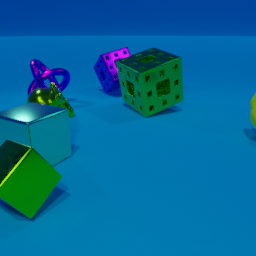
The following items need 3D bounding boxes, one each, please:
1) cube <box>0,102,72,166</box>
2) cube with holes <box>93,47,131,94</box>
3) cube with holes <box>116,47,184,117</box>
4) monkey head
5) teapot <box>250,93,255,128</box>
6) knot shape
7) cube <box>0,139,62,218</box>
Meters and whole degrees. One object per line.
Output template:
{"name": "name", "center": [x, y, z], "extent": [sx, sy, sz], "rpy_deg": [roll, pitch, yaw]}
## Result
{"name": "cube", "center": [-1.813, 0.157, 5.367], "extent": [1.006, 1.006, 1.006], "rpy_deg": [11, 23, 28]}
{"name": "cube with holes", "center": [-0.461, -2.185, 10.686], "extent": [1.144, 1.144, 1.144], "rpy_deg": [-24, -3, -23]}
{"name": "cube with holes", "center": [0.668, -1.425, 8.472], "extent": [1.392, 1.392, 1.392], "rpy_deg": [-24, 36, -20]}
{"name": "monkey head", "center": [-2.228, -0.608, 7.990], "extent": [1.044, 1.246, 1.732], "rpy_deg": [-38, 32, -1]}
{"name": "teapot", "center": [3.284, -0.265, 6.315], "extent": [1.616, 0.791, 1.005], "rpy_deg": [48, 36, 6]}
{"name": "knot shape", "center": [-2.642, -1.351, 9.095], "extent": [0.737, 1.493, 1.595], "rpy_deg": [3, -16, 41]}
{"name": "cube", "center": [-1.516, 0.686, 3.888], "extent": [0.707, 0.707, 0.707], "rpy_deg": [10, 55, 40]}
